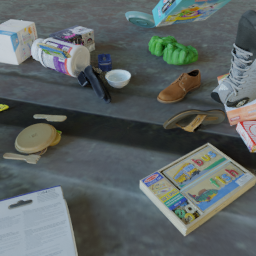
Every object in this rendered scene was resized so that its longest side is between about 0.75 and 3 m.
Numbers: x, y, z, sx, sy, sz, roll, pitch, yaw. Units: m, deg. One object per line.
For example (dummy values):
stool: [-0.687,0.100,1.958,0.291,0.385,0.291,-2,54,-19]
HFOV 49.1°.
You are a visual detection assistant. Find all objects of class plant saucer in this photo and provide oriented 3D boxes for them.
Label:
plant saucer: [0.861,-6.483,16.900,2.153,0.295,2.153,13,5,-1]

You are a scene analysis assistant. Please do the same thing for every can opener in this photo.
can opener: [-1.273,-1.785,11.592,0.808,1.002,2.549,20,23,-44]

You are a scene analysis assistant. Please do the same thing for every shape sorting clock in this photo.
shape sorting clock: [-2.514,-2.645,9.543,1.199,0.235,1.199,13,0,0]

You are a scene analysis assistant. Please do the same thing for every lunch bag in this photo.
lunch bag: [-1.101,-3.166,13.277,0.630,0.614,0.928,-5,39,-6]

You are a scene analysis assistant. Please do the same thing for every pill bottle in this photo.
pill bottle: [-3.135,-3.314,12.819,2.552,1.422,1.422,22,43,24]

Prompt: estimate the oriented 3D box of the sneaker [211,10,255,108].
sneaker: [2.003,-0.973,5.031,1.192,2.064,0.774,-33,48,9]

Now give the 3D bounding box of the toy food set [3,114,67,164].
toy food set: [-2.918,0.392,9.064,1.450,0.422,2.100,5,44,18]

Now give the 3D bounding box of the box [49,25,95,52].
box: [-2.829,-4.414,14.419,1.312,1.139,1.985,26,45,29]

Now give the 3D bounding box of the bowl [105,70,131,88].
bowl: [-0.421,-2.031,11.954,1.086,0.488,1.086,0,39,0]

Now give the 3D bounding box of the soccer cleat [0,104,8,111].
soccer cleat: [-4.931,-0.682,10.509,0.848,0.274,0.355,-8,69,-16]

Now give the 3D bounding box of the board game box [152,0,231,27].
board game box: [2.223,-4.145,8.972,2.049,0.637,2.714,-13,3,-14]

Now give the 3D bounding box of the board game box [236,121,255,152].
board game box: [4.570,0.235,9.194,1.577,0.365,1.195,-4,39,-5]

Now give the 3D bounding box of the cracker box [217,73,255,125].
cracker box: [4.380,-1.295,10.367,1.693,0.729,2.528,-16,33,21]

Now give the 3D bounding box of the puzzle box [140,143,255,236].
puzzle box: [1.912,1.487,7.641,2.714,0.345,1.805,-24,44,-27]

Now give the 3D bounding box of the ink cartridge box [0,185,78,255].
ink cartridge box: [-2.347,2.442,6.364,2.121,0.431,2.125,-12,40,-15]

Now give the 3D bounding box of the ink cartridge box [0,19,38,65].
ink cartridge box: [-5.651,-4.440,14.160,1.456,1.495,2.326,12,41,13]

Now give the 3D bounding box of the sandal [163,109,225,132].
sandal: [2.315,-0.170,9.519,2.214,0.905,0.604,-2,60,-14]

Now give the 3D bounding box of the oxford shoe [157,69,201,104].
oxford shoe: [2.068,-1.739,11.304,0.880,0.880,2.468,32,50,32]

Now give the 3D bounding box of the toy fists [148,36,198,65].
toy fists: [2.130,-3.916,13.971,1.417,0.956,2.780,-22,45,-24]
